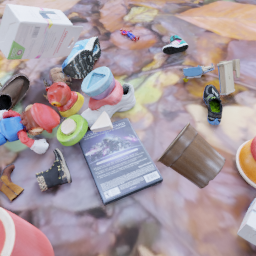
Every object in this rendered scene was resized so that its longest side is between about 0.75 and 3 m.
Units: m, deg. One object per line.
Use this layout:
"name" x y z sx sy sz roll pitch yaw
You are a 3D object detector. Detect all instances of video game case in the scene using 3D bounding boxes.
"video game case" -0.355 0.940 9.076 1.942 0.258 2.719 -19 52 -15

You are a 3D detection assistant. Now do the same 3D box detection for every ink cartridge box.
"ink cartridge box" -2.779 -3.035 9.040 2.440 1.429 0.821 -20 66 -50
"ink cartridge box" 3.581 2.483 7.446 0.804 0.808 1.101 29 57 22

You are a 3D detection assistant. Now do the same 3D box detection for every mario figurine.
"mario figurine" -3.605 0.143 9.362 2.738 1.690 1.451 -19 13 -12

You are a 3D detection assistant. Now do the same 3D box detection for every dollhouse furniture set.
"dollhouse furniture set" 3.384 -2.022 11.411 1.803 1.176 1.702 4 19 43

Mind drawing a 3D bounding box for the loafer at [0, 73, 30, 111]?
"loafer" -4.317 -1.099 10.252 0.816 0.840 2.300 1 51 45

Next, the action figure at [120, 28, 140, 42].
"action figure" 0.034 -4.556 13.556 1.167 0.302 0.382 35 61 28

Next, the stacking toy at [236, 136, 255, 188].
"stacking toy" 4.404 0.449 7.859 2.005 2.744 2.005 0 51 -1

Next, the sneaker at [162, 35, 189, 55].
"sneaker" 2.025 -3.834 12.758 1.312 0.549 0.792 -13 57 -21

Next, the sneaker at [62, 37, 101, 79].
"sneaker" -2.115 -2.911 11.788 1.271 1.108 2.826 2 36 17

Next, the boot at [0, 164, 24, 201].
"boot" -3.508 1.622 8.474 0.931 0.319 0.877 28 56 20

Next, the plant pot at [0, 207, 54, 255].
"plant pot" -3.063 2.930 6.227 2.441 2.160 2.441 0 51 0

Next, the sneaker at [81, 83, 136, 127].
"sneaker" -0.746 -0.946 10.006 2.359 1.172 0.919 -34 59 -25

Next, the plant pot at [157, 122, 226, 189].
"plant pot" 1.317 0.606 5.716 1.047 1.058 1.058 40 59 7

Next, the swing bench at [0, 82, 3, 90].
"swing bench" -5.162 -1.290 10.520 0.679 1.046 1.041 -5 38 44

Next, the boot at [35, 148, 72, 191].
"boot" -2.370 1.292 8.659 0.977 0.475 1.298 -21 60 -17

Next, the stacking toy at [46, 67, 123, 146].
"stacking toy" -1.604 -0.839 9.209 2.688 1.135 2.433 -19 46 23

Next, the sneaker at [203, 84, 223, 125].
"sneaker" 3.187 -0.957 10.288 0.648 0.758 1.829 5 51 2

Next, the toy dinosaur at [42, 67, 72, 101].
"toy dinosaur" -2.857 -1.961 11.109 1.172 0.743 1.730 -8 53 -9
